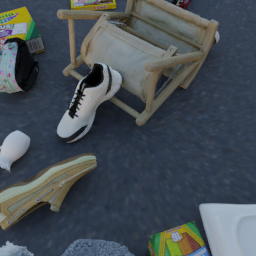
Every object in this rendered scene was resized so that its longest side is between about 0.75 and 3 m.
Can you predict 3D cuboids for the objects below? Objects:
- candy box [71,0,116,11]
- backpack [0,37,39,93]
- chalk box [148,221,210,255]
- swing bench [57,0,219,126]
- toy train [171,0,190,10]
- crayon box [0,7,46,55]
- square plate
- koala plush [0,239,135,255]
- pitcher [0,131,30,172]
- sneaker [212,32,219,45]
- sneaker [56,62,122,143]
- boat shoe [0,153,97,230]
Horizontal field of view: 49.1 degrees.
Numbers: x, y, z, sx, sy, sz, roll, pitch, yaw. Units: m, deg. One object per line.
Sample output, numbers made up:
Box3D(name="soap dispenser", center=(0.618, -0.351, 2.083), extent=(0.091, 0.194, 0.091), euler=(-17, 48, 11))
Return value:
Box3D(name="candy box", center=(-1.272, -4.573, 10.159), extent=(1.586, 0.209, 0.810), euler=(-7, 53, -5))
Box3D(name="backpack", center=(-3.075, -1.599, 7.644), extent=(0.890, 1.173, 1.406), euler=(-8, 60, 11))
Box3D(name="chalk box", center=(0.992, 2.514, 4.825), extent=(0.875, 0.869, 1.403), euler=(-16, 57, -10))
Box3D(name="swing bench", center=(0.242, -2.116, 7.459), extent=(2.913, 1.900, 2.929), euler=(35, 53, 23))
Box3D(name="toy train", center=(1.869, -4.436, 9.924), extent=(0.596, 0.444, 2.603), euler=(24, 59, 12))
Box3D(name="crayon box", center=(-3.860, -2.825, 8.696), extent=(2.053, 0.599, 1.772), euler=(-24, 58, -16))
Box3D(name="square plate", center=(2.787, 2.513, 4.598), extent=(2.802, 0.399, 2.776), euler=(5, 53, -20))
Box3D(name="koala plush", center=(-0.683, 2.494, 3.647), extent=(2.482, 2.799, 2.572), euler=(23, 58, 15))
Box3D(name="pitcher", center=(-2.760, 0.483, 6.495), extent=(0.758, 0.535, 0.883), euler=(20, 68, 25))
Box3D(name="sneaker", center=(1.517, -2.798, 8.677), extent=(2.459, 0.948, 1.007), euler=(18, 79, 17))
Box3D(name="sneaker", center=(-1.075, -0.633, 6.648), extent=(0.801, 0.869, 2.172), euler=(34, 89, 26))
Box3D(name="boat shoe", center=(-1.596, 1.328, 5.813), extent=(2.272, 0.814, 0.865), euler=(-27, 73, -9))
